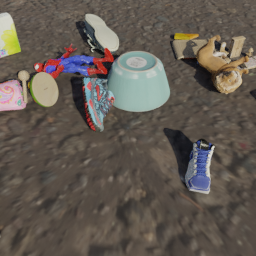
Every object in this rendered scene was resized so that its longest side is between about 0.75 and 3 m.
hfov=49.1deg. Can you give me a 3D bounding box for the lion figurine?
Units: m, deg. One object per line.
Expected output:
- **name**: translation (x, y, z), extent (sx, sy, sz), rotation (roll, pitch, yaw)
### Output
- **lion figurine**: translation (2.770, -1.972, 8.705), extent (1.424, 0.843, 2.326), rotation (-27, 48, -12)

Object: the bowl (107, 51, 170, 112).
- **bowl**: translation (0.267, -1.485, 8.087), extent (1.993, 1.042, 1.993), rotation (0, 44, 0)

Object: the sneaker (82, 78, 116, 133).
- **sneaker**: translation (-0.716, -0.695, 7.288), extent (0.851, 0.707, 1.782), rotation (-8, 57, -8)

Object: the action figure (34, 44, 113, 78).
- **action figure**: translation (-1.804, -1.924, 8.420), extent (2.752, 0.711, 0.900), rotation (0, 57, 32)

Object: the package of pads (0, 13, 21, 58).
- **package of pads**: translation (-4.337, -3.138, 9.570), extent (1.045, 1.353, 0.461), rotation (-29, 47, -27)

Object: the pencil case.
- **pencil case**: translation (-3.800, -0.691, 7.426), extent (2.032, 0.888, 0.888), rotation (-15, 46, -15)

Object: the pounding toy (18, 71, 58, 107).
- **pounding toy**: translation (-2.542, -1.027, 7.672), extent (0.570, 0.948, 1.229), rotation (-8, -4, 30)

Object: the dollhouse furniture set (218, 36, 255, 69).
- **dollhouse furniture set**: translation (3.901, -2.391, 9.277), extent (1.208, 0.692, 1.417), rotation (-15, 46, -15)

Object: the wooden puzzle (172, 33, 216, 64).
- **wooden puzzle**: translation (2.357, -2.841, 10.093), extent (1.474, 0.255, 2.185), rotation (0, 43, 6)

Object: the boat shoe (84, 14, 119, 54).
- **boat shoe**: translation (-1.051, -3.276, 10.139), extent (0.877, 0.724, 2.342), rotation (-11, 51, -34)

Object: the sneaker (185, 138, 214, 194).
- **sneaker**: translation (1.543, 0.692, 6.029), extent (0.520, 0.744, 1.288), rotation (7, 44, 9)
